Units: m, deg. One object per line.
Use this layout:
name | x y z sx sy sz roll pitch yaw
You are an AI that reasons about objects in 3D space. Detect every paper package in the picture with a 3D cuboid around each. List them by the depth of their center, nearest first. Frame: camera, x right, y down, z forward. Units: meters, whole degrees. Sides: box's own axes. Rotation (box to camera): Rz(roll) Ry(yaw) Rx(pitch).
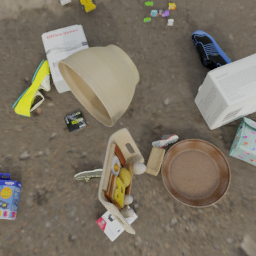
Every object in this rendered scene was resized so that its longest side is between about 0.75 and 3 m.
paper package | 1.014 1.259 10.589 0.500 0.967 0.922 18 71 6

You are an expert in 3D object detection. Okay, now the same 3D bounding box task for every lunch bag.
lunch bag | 4.951 0.478 10.859 1.475 1.056 1.731 25 62 11

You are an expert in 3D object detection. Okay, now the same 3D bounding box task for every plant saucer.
plant saucer | 2.551 1.707 10.691 2.598 0.475 2.598 0 69 1

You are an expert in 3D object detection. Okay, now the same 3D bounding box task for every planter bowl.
planter bowl | -0.738 -1.539 8.962 1.725 2.563 2.563 -41 75 -15

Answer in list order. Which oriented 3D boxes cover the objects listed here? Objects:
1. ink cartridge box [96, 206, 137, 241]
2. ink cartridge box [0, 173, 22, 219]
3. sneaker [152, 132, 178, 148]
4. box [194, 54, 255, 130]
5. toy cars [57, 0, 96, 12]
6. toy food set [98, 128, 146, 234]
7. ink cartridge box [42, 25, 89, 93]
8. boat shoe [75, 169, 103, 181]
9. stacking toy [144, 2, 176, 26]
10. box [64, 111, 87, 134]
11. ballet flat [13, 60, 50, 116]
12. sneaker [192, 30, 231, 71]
ink cartridge box | -0.389 3.276 10.072 1.241 0.517 0.901 -41 75 -14
ink cartridge box | -4.635 2.502 10.332 1.092 0.611 1.600 2 68 1
sneaker | 1.454 0.469 11.270 1.077 0.415 0.441 -16 42 -5
box | 4.128 -1.360 10.840 2.346 2.334 1.533 -22 71 -8
toy cars | -2.595 -6.242 13.644 2.524 0.559 1.131 20 74 11
toy food set | -0.016 1.374 7.380 0.685 1.628 2.269 -9 47 19
ink cartridge box | -2.516 -3.012 12.144 1.805 1.036 2.485 -17 70 -6
boat shoe | -1.467 1.841 10.678 1.111 0.397 0.332 -11 65 -8
stacking toy | 1.519 -5.508 13.486 1.507 0.354 1.136 5 68 4
box | -2.171 -0.241 11.573 0.763 0.181 0.737 -22 68 -8
ballet flat | -3.815 -1.624 11.826 0.869 0.866 2.593 30 75 -8
sneaker | 3.489 -3.299 12.370 0.921 0.829 2.363 -33 74 -19
